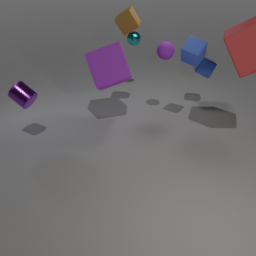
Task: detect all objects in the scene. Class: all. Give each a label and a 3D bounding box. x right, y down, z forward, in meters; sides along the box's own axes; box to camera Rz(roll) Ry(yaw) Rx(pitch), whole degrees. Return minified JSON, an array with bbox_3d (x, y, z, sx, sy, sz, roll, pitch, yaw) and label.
[{"bbox_3d":[1.478,-3.029,10.979,0.700,0.700,0.700,0,29,0],"label":"ball"},{"bbox_3d":[-0.739,-2.380,11.012,1.400,1.400,1.400,-20,6,1],"label":"cube"},{"bbox_3d":[0.291,-4.459,13.987,0.700,0.700,0.700,0,29,0],"label":"ball"},{"bbox_3d":[4.021,-2.685,8.997,1.400,1.400,1.400,-21,19,29],"label":"cube"},{"bbox_3d":[3.429,-2.736,12.481,0.700,0.700,0.700,24,25,-4],"label":"cube"},{"bbox_3d":[2.411,-2.799,10.276,0.700,0.700,0.700,30,73,22],"label":"cube"},{"bbox_3d":[-0.005,-4.141,10.829,0.700,0.700,0.700,-24,30,26],"label":"cube"},{"bbox_3d":[-3.569,-1.117,9.529,0.700,0.700,0.700,39,34,-3],"label":"cylinder"}]
